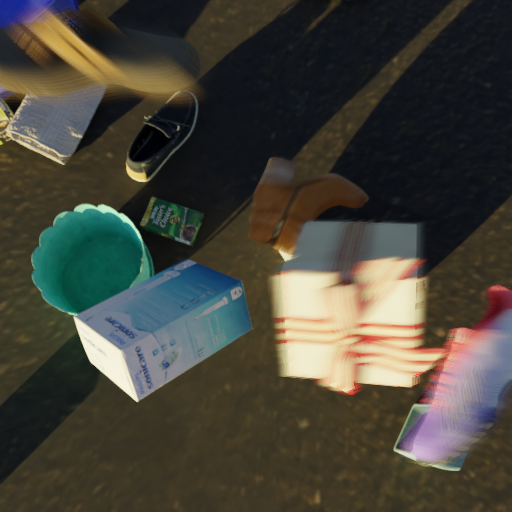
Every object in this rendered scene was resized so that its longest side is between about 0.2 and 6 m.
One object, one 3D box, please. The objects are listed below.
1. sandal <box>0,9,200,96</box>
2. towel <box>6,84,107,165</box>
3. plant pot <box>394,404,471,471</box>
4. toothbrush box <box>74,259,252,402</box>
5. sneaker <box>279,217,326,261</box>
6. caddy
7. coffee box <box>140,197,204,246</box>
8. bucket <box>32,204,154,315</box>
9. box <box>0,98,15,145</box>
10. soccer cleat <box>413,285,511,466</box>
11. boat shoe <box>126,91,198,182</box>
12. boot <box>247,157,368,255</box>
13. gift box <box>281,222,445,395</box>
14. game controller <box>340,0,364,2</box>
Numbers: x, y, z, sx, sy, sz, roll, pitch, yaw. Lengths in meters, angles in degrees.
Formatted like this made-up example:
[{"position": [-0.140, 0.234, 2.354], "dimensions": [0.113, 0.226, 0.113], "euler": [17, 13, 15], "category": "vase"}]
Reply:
[{"position": [-2.332, -2.939, 7.915], "dimensions": [3.074, 0.839, 1.256], "euler": [2, 63, -7], "category": "sandal"}, {"position": [-4.145, -3.045, 11.700], "dimensions": [1.358, 0.353, 2.050], "euler": [25, 73, -17], "category": "towel"}, {"position": [3.120, 3.209, 9.706], "dimensions": [0.941, 0.924, 0.922], "euler": [29, 75, 2], "category": "plant pot"}, {"position": [-1.297, 0.945, 7.926], "dimensions": [1.993, 0.850, 1.459], "euler": [-28, 30, -33], "category": "toothbrush box"}, {"position": [1.664, -0.102, 10.645], "dimensions": [1.928, 1.259, 3.447], "euler": [-29, 83, -12], "category": "sneaker"}, {"position": [-5.419, -4.887, 11.714], "dimensions": [2.532, 1.880, 3.582], "euler": [41, 73, 6], "category": "caddy"}, {"position": [-1.693, -0.697, 11.249], "dimensions": [1.120, 0.246, 0.689], "euler": [20, 73, 6], "category": "coffee box"}, {"position": [-2.931, 0.226, 10.383], "dimensions": [2.081, 1.354, 2.081], "euler": [0, 73, 0], "category": "bucket"}, {"position": [-5.902, -2.430, 11.545], "dimensions": [2.002, 0.753, 0.502], "euler": [-31, 75, -10], "category": "box"}, {"position": [2.731, 1.509, 7.203], "dimensions": [2.634, 0.898, 0.964], "euler": [-42, 86, -18], "category": "soccer cleat"}, {"position": [-1.937, -2.575, 11.612], "dimensions": [0.847, 0.707, 2.271], "euler": [29, 73, 11], "category": "boat shoe"}, {"position": [0.831, -0.694, 9.233], "dimensions": [1.848, 0.709, 1.435], "euler": [18, 81, -9], "category": "boot"}, {"position": [1.563, 0.619, 8.118], "dimensions": [2.189, 2.020, 2.044], "euler": [-2, 27, 19], "category": "gift box"}, {"position": [1.762, -6.329, 12.974], "dimensions": [1.726, 0.364, 0.901], "euler": [9, 73, 2], "category": "game controller"}]
